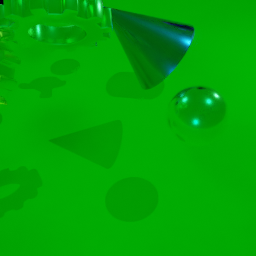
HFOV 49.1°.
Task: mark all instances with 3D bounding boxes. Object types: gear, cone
[{"bbox_3d":[-1.034,-1.508,4.099,1.585,1.585,0.293,-3,88,-3],"label":"gear"},{"bbox_3d":[-2.347,-0.889,4.593,1.523,0.282,1.523,-7,77,34],"label":"gear"},{"bbox_3d":[0.169,-1.909,5.658,1.641,1.635,1.635,33,46,-20],"label":"cone"}]

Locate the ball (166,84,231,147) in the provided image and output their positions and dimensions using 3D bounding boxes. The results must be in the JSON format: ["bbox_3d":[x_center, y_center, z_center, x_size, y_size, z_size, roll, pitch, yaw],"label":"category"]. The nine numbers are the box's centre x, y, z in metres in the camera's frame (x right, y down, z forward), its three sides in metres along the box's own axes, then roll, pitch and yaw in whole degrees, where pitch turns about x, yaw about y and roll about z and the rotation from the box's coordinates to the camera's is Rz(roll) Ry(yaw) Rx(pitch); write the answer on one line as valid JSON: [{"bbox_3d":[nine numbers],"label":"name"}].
[{"bbox_3d":[1.225,-0.216,4.932,1.092,1.092,1.092,0,49,0],"label":"ball"}]

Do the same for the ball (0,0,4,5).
[{"bbox_3d":[-2.518,-2.647,5.945,0.910,0.910,0.910,0,49,0],"label":"ball"}]
